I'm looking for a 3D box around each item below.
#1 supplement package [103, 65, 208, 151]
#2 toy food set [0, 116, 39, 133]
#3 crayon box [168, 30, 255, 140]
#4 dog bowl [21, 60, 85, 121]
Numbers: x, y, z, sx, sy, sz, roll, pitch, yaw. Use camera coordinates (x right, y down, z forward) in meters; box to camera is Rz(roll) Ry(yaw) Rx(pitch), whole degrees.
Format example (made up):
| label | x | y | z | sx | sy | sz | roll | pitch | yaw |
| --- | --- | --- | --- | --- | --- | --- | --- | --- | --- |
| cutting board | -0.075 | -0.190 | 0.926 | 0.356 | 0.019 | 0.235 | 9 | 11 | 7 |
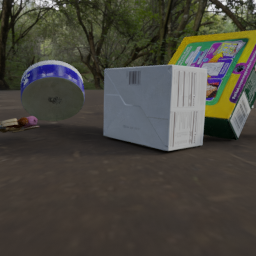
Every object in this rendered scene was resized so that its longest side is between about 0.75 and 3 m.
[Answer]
| label | x | y | z | sx | sy | sz | roll | pitch | yaw |
| --- | --- | --- | --- | --- | --- | --- | --- | --- | --- |
| supplement package | 0.512 | -0.504 | 6.118 | 1.138 | 1.599 | 2.053 | -4 | 10 | -41 |
| toy food set | -2.406 | -0.098 | 5.934 | 0.900 | 0.223 | 1.416 | -12 | -3 | -2 |
| crayon box | 2.090 | -1.242 | 7.437 | 2.530 | 2.932 | 0.855 | 10 | -31 | 44 |
| dog bowl | -2.031 | -0.966 | 7.620 | 1.673 | 1.673 | 0.659 | -3 | 49 | -16 |
